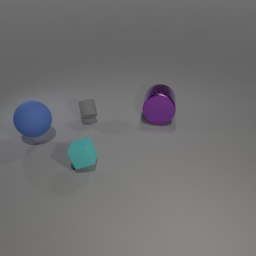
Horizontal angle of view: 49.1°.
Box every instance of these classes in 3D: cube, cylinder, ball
[{"bbox_3d":[-1.503,0.833,9.319,0.700,0.700,0.700,-17,26,11],"label":"cube"},{"bbox_3d":[1.400,-1.069,12.413,1.400,1.400,1.400,4,27,7],"label":"cylinder"},{"bbox_3d":[-3.611,-0.342,10.643,1.400,1.400,1.400,0,30,0],"label":"ball"},{"bbox_3d":[-1.726,-0.810,12.101,0.700,0.700,0.700,-13,-10,-2],"label":"cylinder"}]
